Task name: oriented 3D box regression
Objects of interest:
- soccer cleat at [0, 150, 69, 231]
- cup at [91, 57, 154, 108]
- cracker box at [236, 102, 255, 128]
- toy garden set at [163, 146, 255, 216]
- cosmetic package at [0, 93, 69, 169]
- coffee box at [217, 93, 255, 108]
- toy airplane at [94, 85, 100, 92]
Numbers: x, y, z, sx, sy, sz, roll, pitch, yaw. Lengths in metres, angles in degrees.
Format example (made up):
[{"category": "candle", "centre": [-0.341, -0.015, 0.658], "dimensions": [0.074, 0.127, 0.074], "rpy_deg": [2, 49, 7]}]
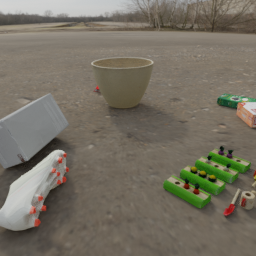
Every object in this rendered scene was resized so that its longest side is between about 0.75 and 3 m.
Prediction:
[{"category": "soccer cleat", "centre": [-2.366, 1.401, 7.179], "dimensions": [1.083, 0.968, 2.792], "rpy_deg": [2, 27, 9]}, {"category": "cup", "centre": [-0.236, -2.152, 13.509], "dimensions": [2.901, 2.075, 2.901], "rpy_deg": [-1, 24, 1]}, {"category": "cracker box", "centre": [5.976, -0.598, 11.874], "dimensions": [2.186, 0.631, 1.464], "rpy_deg": [-2, 24, -4]}, {"category": "toy garden set", "centre": [2.731, 1.347, 7.695], "dimensions": [2.741, 0.547, 2.285], "rpy_deg": [-22, 32, -39]}, {"category": "cosmetic package", "centre": [-3.257, 0.007, 9.256], "dimensions": [1.205, 1.427, 2.672], "rpy_deg": [-20, 15, 28]}, {"category": "coffee box", "centre": [5.336, -1.273, 13.673], "dimensions": [1.701, 0.374, 1.046], "rpy_deg": [17, 29, 32]}, {"category": "toy airplane", "centre": [-1.024, -2.220, 15.786], "dimensions": [1.907, 0.351, 1.907], "rpy_deg": [0, 24, 0]}]
